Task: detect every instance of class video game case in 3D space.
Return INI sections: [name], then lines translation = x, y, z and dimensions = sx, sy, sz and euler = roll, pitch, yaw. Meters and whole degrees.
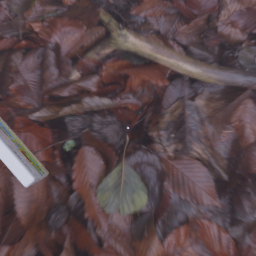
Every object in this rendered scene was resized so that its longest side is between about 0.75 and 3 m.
[video game case]
translation = -2.215, 0.215, 5.026
dimensions = 0.219, 1.741, 1.913
euler = -41, 92, -10
